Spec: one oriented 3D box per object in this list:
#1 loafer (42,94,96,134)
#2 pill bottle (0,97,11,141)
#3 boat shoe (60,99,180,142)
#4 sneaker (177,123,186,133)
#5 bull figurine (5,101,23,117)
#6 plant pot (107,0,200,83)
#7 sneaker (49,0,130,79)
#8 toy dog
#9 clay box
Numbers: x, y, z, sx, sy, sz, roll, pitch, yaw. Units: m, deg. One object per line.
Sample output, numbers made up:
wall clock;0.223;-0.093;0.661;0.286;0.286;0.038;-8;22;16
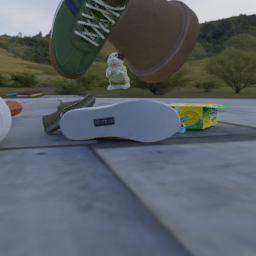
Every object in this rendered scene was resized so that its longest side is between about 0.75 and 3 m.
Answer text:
loafer;-1.551;-0.457;7.149;1.575;0.549;0.592;-32;-3;1
pill bottle;-2.932;-0.207;5.541;1.131;1.131;2.015;-4;7;-27
boat shoe;-0.184;-0.178;6.386;2.692;0.924;0.762;-1;7;9
sneaker;1.146;0.002;7.367;0.775;0.281;0.278;-3;9;-15
bull figurine;-5.198;-0.676;10.830;1.344;0.721;2.213;5;9;32
plant pot;0.423;-3.224;9.053;2.478;2.841;2.841;22;-8;-38
sneaker;-0.453;-2.003;4.317;0.890;2.655;1.192;22;5;-27
toy dog;-0.244;-1.490;7.125;0.592;0.848;0.822;4;37;25
clay box;1.520;-0.410;8.785;2.979;0.709;1.712;5;9;31
